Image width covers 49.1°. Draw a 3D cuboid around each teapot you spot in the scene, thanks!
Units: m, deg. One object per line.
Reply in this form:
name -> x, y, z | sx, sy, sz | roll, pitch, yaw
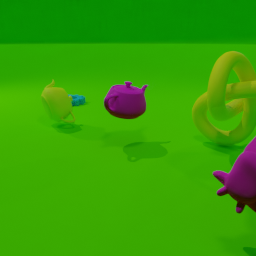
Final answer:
teapot -> -0.010, -0.621, 5.830 | 0.895, 0.704, 1.439 | 23, 27, 31
teapot -> -1.821, -0.684, 7.310 | 0.734, 0.933, 1.500 | -26, 67, -24

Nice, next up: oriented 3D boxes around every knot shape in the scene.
knot shape -> 2.090, -0.619, 5.472 | 2.003, 1.874, 0.926 | -34, 45, 18

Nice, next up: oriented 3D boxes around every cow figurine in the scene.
cow figurine -> 1.513, 0.493, 3.278 | 0.650, 1.164, 1.183 | 43, -6, 23

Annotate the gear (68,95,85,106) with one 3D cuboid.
gear -> -2.055, -0.973, 9.879 | 1.071, 0.198, 1.071 | 0, 18, 0
